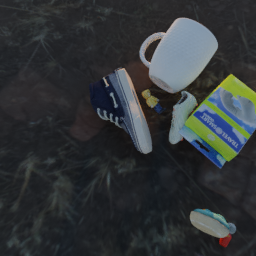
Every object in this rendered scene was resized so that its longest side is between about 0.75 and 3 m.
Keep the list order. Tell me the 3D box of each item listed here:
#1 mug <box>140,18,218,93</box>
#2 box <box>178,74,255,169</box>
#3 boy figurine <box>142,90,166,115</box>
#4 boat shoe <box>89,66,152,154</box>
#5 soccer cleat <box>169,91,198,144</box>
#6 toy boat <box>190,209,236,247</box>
[{"bbox_3d":[1.449,-2.392,9.356,2.293,1.693,2.011,33,87,24],"label":"mug"},{"bbox_3d":[2.969,-0.300,8.448,1.673,0.654,2.744,42,60,10],"label":"box"},{"bbox_3d":[0.819,-0.847,8.969,0.909,0.293,0.565,51,41,2],"label":"boy figurine"},{"bbox_3d":[-0.283,-0.403,8.714,1.378,1.109,2.971,-22,63,10],"label":"boat shoe"},{"bbox_3d":[1.583,-0.335,8.645,0.683,0.610,1.761,38,65,-25],"label":"soccer cleat"},{"bbox_3d":[2.176,2.401,6.969,1.313,1.104,0.610,42,71,-22],"label":"toy boat"}]
